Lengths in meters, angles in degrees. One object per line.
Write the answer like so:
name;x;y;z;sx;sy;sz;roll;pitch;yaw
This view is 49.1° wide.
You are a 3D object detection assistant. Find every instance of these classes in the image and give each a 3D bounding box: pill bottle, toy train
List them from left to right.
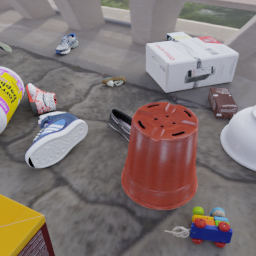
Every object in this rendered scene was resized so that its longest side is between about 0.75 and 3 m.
pill bottle;-4.218;-0.656;8.453;1.444;1.444;2.771;0;38;-1
toy train;1.434;1.941;5.829;1.300;0.550;0.752;6;27;8

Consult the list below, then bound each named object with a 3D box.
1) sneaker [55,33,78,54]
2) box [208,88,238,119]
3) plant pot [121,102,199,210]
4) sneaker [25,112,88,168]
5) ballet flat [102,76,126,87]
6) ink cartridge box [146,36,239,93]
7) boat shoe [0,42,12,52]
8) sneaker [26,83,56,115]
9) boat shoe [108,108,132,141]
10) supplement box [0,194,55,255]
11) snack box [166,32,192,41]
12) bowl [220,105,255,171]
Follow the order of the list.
sneaker;-3.069;-4.181;13.736;0.667;0.738;1.732;11;39;15
box;3.203;-0.868;9.559;0.656;0.491;1.311;1;39;0
plant pot;0.781;0.535;6.528;1.925;1.872;1.925;0;37;0
sneaker;-2.283;0.233;7.928;1.485;0.817;2.028;20;44;37
ballet flat;-0.527;-1.798;10.984;0.987;0.335;0.357;-11;57;-21
ink cartridge box;2.434;-2.628;11.243;2.981;1.235;2.188;-11;38;-14
boat shoe;-5.965;-3.860;13.412;0.765;0.254;0.286;23;67;-27
sneaker;-3.020;-1.084;9.794;0.887;0.553;1.656;-14;43;-19
boat shoe;0.072;-0.028;8.398;1.818;0.518;0.608;30;46;34
supplement box;-2.100;2.249;4.537;1.007;1.517;1.497;17;40;21
snack box;2.811;-4.595;14.636;0.963;0.307;1.657;-12;39;-16
bowl;3.936;0.069;7.799;2.467;1.109;2.467;1;37;0
